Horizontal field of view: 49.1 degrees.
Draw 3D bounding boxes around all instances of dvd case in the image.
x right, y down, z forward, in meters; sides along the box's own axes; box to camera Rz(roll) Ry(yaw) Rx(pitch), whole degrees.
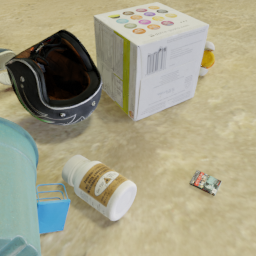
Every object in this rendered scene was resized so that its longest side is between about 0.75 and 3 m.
[{"bbox_3d":[2.248,1.577,8.117,0.777,0.086,0.567,22,46,24],"label":"dvd case"}]

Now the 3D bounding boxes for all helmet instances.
[{"bbox_3d":[-2.365,-1.488,9.479,2.978,2.840,2.978,-24,26,13],"label":"helmet"}]

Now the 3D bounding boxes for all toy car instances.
[{"bbox_3d":[3.104,-3.169,12.633,1.664,1.456,1.247,20,11,22],"label":"toy car"}]

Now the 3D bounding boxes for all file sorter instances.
[{"bbox_3d":[-1.925,1.961,6.864,0.738,1.063,0.652,2,33,-27],"label":"file sorter"}]

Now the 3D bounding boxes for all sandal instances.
[{"bbox_3d":[-4.530,-2.026,11.881,1.887,0.464,0.768,-13,58,-33],"label":"sandal"}]

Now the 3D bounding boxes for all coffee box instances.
[{"bbox_3d":[0.702,-2.638,10.608,2.968,2.972,2.939,-23,46,-24],"label":"coffee box"}]

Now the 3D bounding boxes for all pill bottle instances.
[{"bbox_3d":[-0.813,1.499,7.459,1.896,1.084,1.084,27,49,27],"label":"pill bottle"}]

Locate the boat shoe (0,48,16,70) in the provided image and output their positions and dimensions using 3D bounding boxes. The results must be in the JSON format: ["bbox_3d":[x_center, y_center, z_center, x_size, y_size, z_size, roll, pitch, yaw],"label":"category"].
[{"bbox_3d":[-6.419,-2.948,12.395,0.889,1.077,2.876,34,51,30],"label":"boat shoe"}]

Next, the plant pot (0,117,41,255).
[{"bbox_3d":[-3.131,1.718,5.679,2.974,2.974,2.913,-16,41,-17],"label":"plant pot"}]
